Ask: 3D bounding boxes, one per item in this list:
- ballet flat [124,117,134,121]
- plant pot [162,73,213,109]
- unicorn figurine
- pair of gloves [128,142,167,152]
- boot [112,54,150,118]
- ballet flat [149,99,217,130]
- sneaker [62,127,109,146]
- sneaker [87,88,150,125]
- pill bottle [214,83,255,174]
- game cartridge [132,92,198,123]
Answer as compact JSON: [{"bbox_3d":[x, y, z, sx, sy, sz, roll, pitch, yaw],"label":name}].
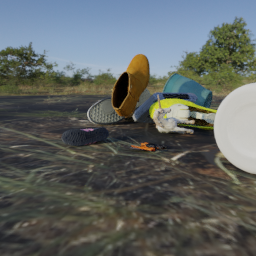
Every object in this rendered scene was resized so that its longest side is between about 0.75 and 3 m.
[{"bbox_3d":[0.556,-0.540,12.398,1.504,0.507,0.349,-5,-7,1],"label":"ballet flat"},{"bbox_3d":[2.885,-1.354,13.447,1.960,2.086,2.086,23,18,26],"label":"plant pot"},{"bbox_3d":[1.314,-0.154,8.570,1.329,0.715,1.936,8,-23,-6],"label":"unicorn figurine"},{"bbox_3d":[0.493,0.488,6.991,0.791,0.110,0.887,6,7,41],"label":"pair of gloves"},{"bbox_3d":[0.135,-1.680,9.744,0.935,2.656,1.902,12,-8,11],"label":"boot"},{"bbox_3d":[2.167,-0.449,9.624,2.801,0.936,0.939,9,6,-8],"label":"ballet flat"},{"bbox_3d":[-1.219,0.268,7.665,1.346,0.472,0.552,-3,-9,-33],"label":"sneaker"},{"bbox_3d":[-0.702,-0.786,12.408,2.997,1.140,2.166,-24,4,-29],"label":"sneaker"},{"bbox_3d":[3.199,-0.108,5.815,2.923,1.641,1.641,-8,11,-44],"label":"pill bottle"},{"bbox_3d":[1.469,-0.801,11.417,2.563,0.524,1.706,-5,-30,-41],"label":"game cartridge"}]
